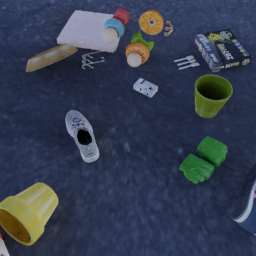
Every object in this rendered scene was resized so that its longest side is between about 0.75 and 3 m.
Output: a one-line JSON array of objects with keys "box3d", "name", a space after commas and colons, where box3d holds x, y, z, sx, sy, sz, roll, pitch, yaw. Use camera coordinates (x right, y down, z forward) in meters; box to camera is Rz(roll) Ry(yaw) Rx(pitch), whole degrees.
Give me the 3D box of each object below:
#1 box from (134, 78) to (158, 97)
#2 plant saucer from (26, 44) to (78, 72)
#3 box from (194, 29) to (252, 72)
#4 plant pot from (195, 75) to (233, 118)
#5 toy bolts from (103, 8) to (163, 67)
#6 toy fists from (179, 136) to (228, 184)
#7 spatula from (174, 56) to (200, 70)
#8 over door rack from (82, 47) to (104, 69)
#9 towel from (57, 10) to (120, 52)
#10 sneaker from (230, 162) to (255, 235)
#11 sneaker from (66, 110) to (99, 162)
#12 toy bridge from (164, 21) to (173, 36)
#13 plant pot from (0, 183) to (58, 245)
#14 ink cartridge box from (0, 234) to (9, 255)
[{"box3d": [0.645, -1.479, 10.269, 0.786, 0.236, 0.458, 30, 59, 21], "name": "box"}, {"box3d": [-2.895, -2.678, 10.391, 2.083, 0.369, 2.083, -18, 24, 9], "name": "plant saucer"}, {"box3d": [3.808, -3.188, 11.398, 1.583, 0.482, 1.963, -13, 54, -6], "name": "box"}, {"box3d": [2.722, -0.955, 9.320, 1.173, 1.130, 1.173, 0, 53, 0], "name": "plant pot"}, {"box3d": [0.109, -3.466, 10.399, 2.082, 1.989, 1.444, 30, 54, -10], "name": "toy bolts"}, {"box3d": [2.284, 0.976, 8.256, 0.824, 0.556, 1.616, 34, 61, 31], "name": "toy fists"}, {"box3d": [2.337, -2.627, 11.250, 0.896, 0.072, 0.623, -17, 61, -11], "name": "spatula"}, {"box3d": [-1.356, -2.728, 11.109, 0.951, 0.317, 0.702, -17, 52, 12], "name": "over door rack"}, {"box3d": [-1.522, -4.258, 12.258, 2.497, 0.402, 2.384, 10, 53, 7], "name": "towel"}, {"box3d": [3.704, 1.754, 7.609, 1.042, 0.891, 2.540, 39, 62, 4], "name": "sneaker"}, {"box3d": [-1.413, 0.076, 8.743, 0.739, 0.811, 1.977, -24, 57, -17], "name": "sneaker"}, {"box3d": [1.833, -4.440, 12.549, 0.345, 0.140, 1.026, 7, 54, 5], "name": "toy bridge"}, {"box3d": [-2.463, 2.060, 7.082, 1.259, 1.259, 1.185, 24, 41, 17], "name": "plant pot"}, {"box3d": [-3.342, 3.528, 6.073, 1.644, 0.953, 2.823, -30, 59, -20], "name": "ink cartridge box"}]
